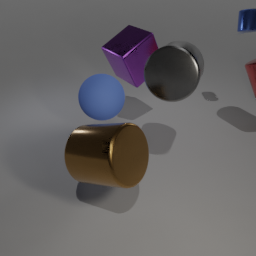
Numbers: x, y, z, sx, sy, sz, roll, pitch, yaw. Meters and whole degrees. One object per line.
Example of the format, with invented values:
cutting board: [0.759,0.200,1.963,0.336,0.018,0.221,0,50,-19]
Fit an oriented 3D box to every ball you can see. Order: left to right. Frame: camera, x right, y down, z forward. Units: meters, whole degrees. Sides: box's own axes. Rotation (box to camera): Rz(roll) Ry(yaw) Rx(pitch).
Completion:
ball: [-0.792,-0.925,8.446,1.400,1.400,1.400,0,33,0]

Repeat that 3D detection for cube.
cube: [0.184,-2.581,10.034,1.400,1.400,1.400,-42,46,-10]

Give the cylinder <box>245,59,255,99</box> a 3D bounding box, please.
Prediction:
cylinder: [4.935,-1.782,9.622,1.400,1.400,1.400,-22,9,4]

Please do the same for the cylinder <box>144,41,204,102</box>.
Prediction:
cylinder: [1.266,-1.548,7.483,1.400,1.400,1.400,10,24,16]

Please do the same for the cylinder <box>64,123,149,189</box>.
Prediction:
cylinder: [-0.468,0.601,6.373,1.400,1.400,1.400,-2,26,37]

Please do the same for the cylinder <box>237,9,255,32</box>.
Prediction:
cylinder: [4.263,-3.781,9.895,0.700,0.700,0.700,0,13,0]
